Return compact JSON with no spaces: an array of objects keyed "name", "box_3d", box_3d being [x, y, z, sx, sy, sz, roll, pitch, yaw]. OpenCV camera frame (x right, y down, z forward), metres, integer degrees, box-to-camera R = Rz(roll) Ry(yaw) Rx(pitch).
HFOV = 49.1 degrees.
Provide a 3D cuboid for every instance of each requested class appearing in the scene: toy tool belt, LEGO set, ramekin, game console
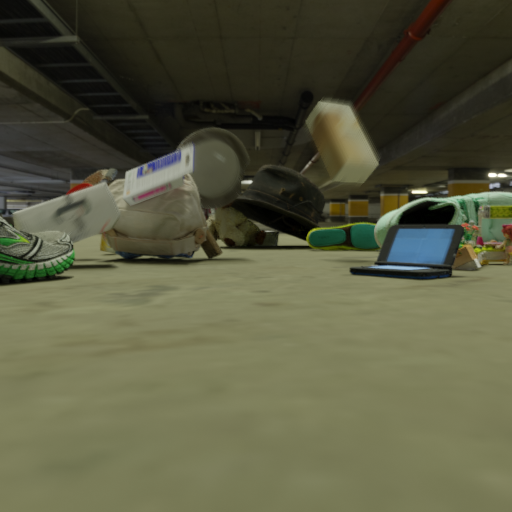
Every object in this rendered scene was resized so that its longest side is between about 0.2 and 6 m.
[{"name":"toy tool belt","box_3d":[-1.906,-0.496,9.530,2.533,1.581,1.556,3,-37,26]},{"name":"LEGO set","box_3d":[3.315,-0.290,7.854,2.342,0.872,1.077,-1,3,-27]},{"name":"ramekin","box_3d":[0.254,-0.520,16.840,0.893,0.435,0.893,0,3,0]},{"name":"game console","box_3d":[1.679,-0.068,6.308,0.856,0.593,1.002,-1,2,-42]}]

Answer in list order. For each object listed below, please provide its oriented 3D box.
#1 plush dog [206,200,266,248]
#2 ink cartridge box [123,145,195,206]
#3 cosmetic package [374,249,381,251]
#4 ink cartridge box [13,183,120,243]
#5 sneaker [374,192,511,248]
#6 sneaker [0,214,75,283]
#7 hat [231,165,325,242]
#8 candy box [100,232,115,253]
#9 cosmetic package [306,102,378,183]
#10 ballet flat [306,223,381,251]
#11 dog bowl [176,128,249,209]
[{"name":"plush dog","box_3d":[-0.524,-0.740,15.400,1.476,1.379,1.718,31,-17,-39]},{"name":"ink cartridge box","box_3d":[-1.458,-1.238,8.610,1.264,0.598,0.234,-20,-41,19]},{"name":"cosmetic package","box_3d":[2.534,-0.406,13.752,1.209,0.513,0.650,2,5,44]},{"name":"ink cartridge box","box_3d":[-2.621,-0.473,7.748,1.280,0.543,0.932,-22,-1,-24]},{"name":"sneaker","box_3d":[4.153,-0.641,11.094,3.301,1.215,1.947,-10,-3,1]},{"name":"sneaker","box_3d":[-2.522,-0.147,5.447,0.767,0.837,1.965,1,2,23]},{"name":"hat","box_3d":[0.767,-1.586,15.581,3.803,1.534,3.803,23,-2,1]},{"name":"candy box","box_3d":[-2.928,-0.600,11.363,0.140,1.059,0.541,5,-4,12]},{"name":"cosmetic package","box_3d":[1.436,-1.919,9.475,0.721,1.371,0.487,-2,-33,-30]},{"name":"ballet flat","box_3d":[2.164,-0.395,13.081,1.952,0.652,0.654,-1,-12,10]},{"name":"dog bowl","box_3d":[-0.819,-1.552,9.816,1.389,1.389,0.407,-1,18,-20]}]
